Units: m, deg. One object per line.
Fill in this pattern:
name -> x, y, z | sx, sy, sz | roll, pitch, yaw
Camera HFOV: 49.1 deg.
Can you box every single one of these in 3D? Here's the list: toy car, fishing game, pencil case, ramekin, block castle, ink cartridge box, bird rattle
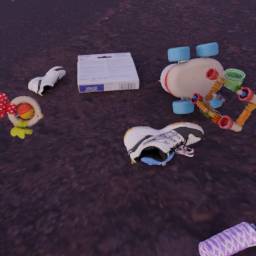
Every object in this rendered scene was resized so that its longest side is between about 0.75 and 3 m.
toy car -> 2.554, -2.255, 12.631 | 2.549, 2.656, 2.881 | -11, 14, -13
fishing game -> 1.037, 0.857, 10.186 | 1.952, 0.303, 1.398 | -12, 42, -3
pencil case -> 2.656, 3.060, 7.355 | 1.601, 0.672, 0.685 | -17, 45, -16
ramekin -> 5.204, -2.468, 13.820 | 0.997, 0.487, 0.997 | 0, 41, 0
block castle -> 3.100, -0.978, 9.366 | 1.032, 1.470, 2.200 | 18, 22, -30
ink cartridge box -> -1.076, -2.860, 14.180 | 2.881, 0.635, 2.934 | -5, 39, -6
bird rattle -> -3.187, -0.457, 8.272 | 1.172, 1.437, 0.809 | -32, 11, -8

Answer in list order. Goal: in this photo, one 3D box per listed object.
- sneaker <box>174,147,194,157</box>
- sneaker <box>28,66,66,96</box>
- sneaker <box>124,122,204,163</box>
sneaker -> 1.995, 0.783, 10.206 | 0.834, 0.342, 0.293 | 10, 42, 11
sneaker -> -3.709, -2.226, 13.489 | 0.842, 0.776, 2.105 | 35, 55, 16
sneaker -> 1.085, 0.502, 7.867 | 2.324, 0.879, 1.019 | -7, 51, -9
